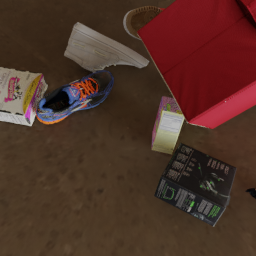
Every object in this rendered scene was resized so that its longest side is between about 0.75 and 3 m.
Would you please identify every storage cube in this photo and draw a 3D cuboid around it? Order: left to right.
[{"bbox_3d":[2.318,-1.727,6.691,2.682,2.983,2.550,-33,73,21],"label":"storage cube"}]

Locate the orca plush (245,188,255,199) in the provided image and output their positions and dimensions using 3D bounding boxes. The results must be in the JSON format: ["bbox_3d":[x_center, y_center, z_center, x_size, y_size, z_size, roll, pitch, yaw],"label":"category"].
[{"bbox_3d":[3.263,1.623,6.738,0.483,0.917,0.326,-45,41,20],"label":"orca plush"}]

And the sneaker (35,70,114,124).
[{"bbox_3d":[-1.415,-0.875,7.691,2.420,0.949,0.912,-33,88,-12],"label":"sneaker"}]

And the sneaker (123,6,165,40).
[{"bbox_3d":[0.722,-3.155,8.468,2.700,0.962,1.519,-13,26,-33],"label":"sneaker"}]

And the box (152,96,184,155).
[{"bbox_3d":[0.997,-0.084,7.142,0.543,1.124,0.988,14,27,0],"label":"box"}]

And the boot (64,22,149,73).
[{"bbox_3d":[-0.684,-2.154,8.650,2.484,0.913,1.187,26,105,-5],"label":"boot"}]

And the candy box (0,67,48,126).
[{"bbox_3d":[-3.622,-0.986,8.070,2.147,0.655,1.464,9,64,5],"label":"candy box"}]

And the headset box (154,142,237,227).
[{"bbox_3d":[1.649,1.284,6.578,1.595,0.740,1.389,24,41,15],"label":"headset box"}]
